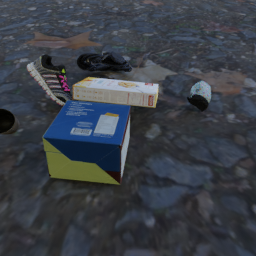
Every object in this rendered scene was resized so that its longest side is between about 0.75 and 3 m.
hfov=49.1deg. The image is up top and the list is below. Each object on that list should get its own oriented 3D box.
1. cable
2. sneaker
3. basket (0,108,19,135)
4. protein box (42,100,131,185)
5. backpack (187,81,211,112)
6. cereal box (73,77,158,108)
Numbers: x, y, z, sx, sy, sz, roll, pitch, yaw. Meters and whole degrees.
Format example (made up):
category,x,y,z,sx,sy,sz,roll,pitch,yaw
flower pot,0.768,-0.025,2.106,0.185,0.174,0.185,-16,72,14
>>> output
category,x,y,z,sx,sy,sz,roll,pitch,yaw
cable,-0.904,-2.478,11.143,1.868,0.582,2.290,-3,-2,31
sneaker,-2.335,-1.587,9.363,2.231,0.976,0.823,46,11,4
basket,-2.970,-0.112,6.684,0.788,0.595,0.874,-9,-4,-7
protein box,-0.923,0.291,7.153,1.803,1.225,1.816,5,33,5
backpack,2.415,-1.107,9.323,0.761,0.577,0.912,35,48,-22
cereal box,-0.298,-1.180,8.922,2.500,0.494,1.798,6,18,5
